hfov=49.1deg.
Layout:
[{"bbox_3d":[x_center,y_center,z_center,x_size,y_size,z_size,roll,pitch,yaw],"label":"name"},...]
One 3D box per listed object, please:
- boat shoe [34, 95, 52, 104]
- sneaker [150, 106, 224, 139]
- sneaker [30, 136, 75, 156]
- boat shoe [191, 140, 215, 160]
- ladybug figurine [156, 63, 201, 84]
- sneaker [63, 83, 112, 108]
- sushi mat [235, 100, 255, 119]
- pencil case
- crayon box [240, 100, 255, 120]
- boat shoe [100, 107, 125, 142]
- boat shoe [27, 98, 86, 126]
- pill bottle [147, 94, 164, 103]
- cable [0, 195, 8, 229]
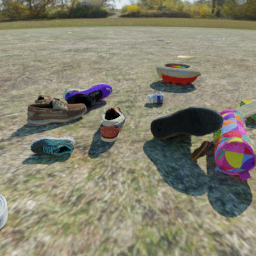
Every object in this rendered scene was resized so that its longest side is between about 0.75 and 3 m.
[{"bbox_3d":[-4.145,-1.367,13.704,0.524,0.497,1.384,3,26,7],"label":"boat shoe"},{"bbox_3d":[2.284,-0.272,10.105,1.588,1.060,2.772,-22,5,-43],"label":"sneaker"},{"bbox_3d":[-2.516,0.650,9.458,1.506,0.584,0.687,-8,30,-13],"label":"sneaker"},{"bbox_3d":[2.351,0.752,8.844,0.344,0.979,0.345,18,53,-12],"label":"boat shoe"},{"bbox_3d":[3.056,-3.319,17.182,2.804,1.009,1.903,14,29,27],"label":"ladybug figurine"},{"bbox_3d":[-1.777,-1.463,13.653,2.494,0.867,1.240,-16,36,-22],"label":"sneaker"},{"bbox_3d":[5.176,-0.764,12.119,1.939,0.117,0.927,-24,27,-1],"label":"sushi mat"},{"bbox_3d":[3.409,0.420,9.224,1.290,1.290,2.920,6,28,13],"label":"pencil case"},{"bbox_3d":[5.843,-0.822,12.619,0.910,0.446,1.532,-3,26,-7],"label":"crayon box"},{"bbox_3d":[-0.621,-0.391,11.286,0.953,0.837,2.677,0,24,5],"label":"boat shoe"},{"bbox_3d":[-3.013,-0.781,11.978,2.574,0.924,0.975,-13,29,-26],"label":"boat shoe"},{"bbox_3d":[1.386,-1.471,13.978,0.789,0.457,0.457,-2,26,-4],"label":"pill bottle"},{"bbox_3d":[-3.563,2.066,6.553,1.405,0.487,1.406,-19,32,-37],"label":"cable"}]
